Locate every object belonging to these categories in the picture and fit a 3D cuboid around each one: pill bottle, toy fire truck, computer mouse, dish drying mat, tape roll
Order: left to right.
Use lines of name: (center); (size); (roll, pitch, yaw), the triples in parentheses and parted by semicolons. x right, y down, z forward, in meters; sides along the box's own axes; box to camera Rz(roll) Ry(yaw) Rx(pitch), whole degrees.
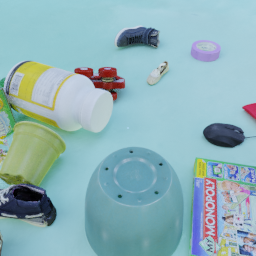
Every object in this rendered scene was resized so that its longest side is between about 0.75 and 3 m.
pill bottle: (-2.008, -0.879, 8.256); (2.967, 1.662, 1.662); (20, 47, 21)
toy fire truck: (-1.041, -1.647, 9.699); (1.879, 1.054, 1.578); (-1, 25, -2)
tape roll: (3.244, -3.242, 11.719); (1.186, 0.389, 1.186); (0, 43, 0)
computer mouse: (3.478, 0.182, 8.104); (2.569, 0.437, 0.753); (2, 43, 1)
dish drying mat: (4.584, -0.029, 8.204); (1.013, 0.240, 2.637); (-9, 38, -16)

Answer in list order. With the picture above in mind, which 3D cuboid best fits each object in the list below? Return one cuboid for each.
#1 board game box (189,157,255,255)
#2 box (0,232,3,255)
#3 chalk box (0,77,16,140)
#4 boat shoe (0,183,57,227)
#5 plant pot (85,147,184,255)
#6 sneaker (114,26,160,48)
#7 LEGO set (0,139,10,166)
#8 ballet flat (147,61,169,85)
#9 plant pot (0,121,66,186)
board game box: (2.334, 1.864, 6.383); (1.734, 0.375, 2.577); (9, 44, 8)
box: (-3.056, 3.042, 4.587); (1.411, 1.056, 2.817); (-2, 45, -13)
chalk box: (-4.347, -0.470, 7.922); (1.612, 1.620, 2.604); (29, 52, 27)
boat shoe: (-2.655, 1.561, 6.262); (2.085, 0.967, 0.778); (7, 44, 7)
plant pot: (0.119, 1.466, 5.781); (2.220, 1.782, 2.220); (0, 44, 0)
sneaker: (0.507, -3.840, 12.069); (1.437, 0.756, 1.989); (33, 51, 33)
LEGO set: (-3.689, 0.700, 7.415); (1.640, 0.610, 0.754); (-7, 43, -8)
ballet flat: (1.107, -2.105, 10.496); (0.462, 0.427, 1.371); (23, 49, 22)
plant pot: (-2.447, 0.782, 6.938); (1.425, 1.425, 1.310); (11, 56, 11)
